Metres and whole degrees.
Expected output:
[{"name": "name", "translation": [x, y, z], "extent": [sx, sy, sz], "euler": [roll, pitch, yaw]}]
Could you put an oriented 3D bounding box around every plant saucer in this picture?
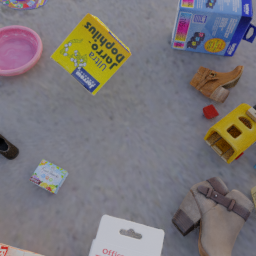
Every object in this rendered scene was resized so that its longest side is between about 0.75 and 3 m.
[{"name": "plant saucer", "translation": [-4.253, -2.777, 10.343], "extent": [2.250, 0.570, 2.250], "euler": [0, 64, 1]}]

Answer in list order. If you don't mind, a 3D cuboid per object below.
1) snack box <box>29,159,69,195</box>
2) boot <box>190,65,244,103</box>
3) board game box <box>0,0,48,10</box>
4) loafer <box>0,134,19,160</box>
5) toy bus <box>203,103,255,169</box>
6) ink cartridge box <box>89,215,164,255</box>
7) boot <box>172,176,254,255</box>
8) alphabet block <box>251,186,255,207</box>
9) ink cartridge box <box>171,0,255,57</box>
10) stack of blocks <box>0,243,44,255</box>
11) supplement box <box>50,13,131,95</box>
[{"name": "snack box", "translation": [-2.351, 1.452, 8.366], "extent": [0.877, 0.297, 0.739], "euler": [25, 67, 11]}, {"name": "boot", "translation": [3.137, -1.804, 9.872], "extent": [1.376, 0.680, 1.772], "euler": [34, 77, 18]}, {"name": "board game box", "translation": [-4.356, -6.258, 12.119], "extent": [2.112, 0.521, 2.673], "euler": [11, 64, 6]}, {"name": "loafer", "translation": [-4.130, 0.384, 8.746], "extent": [1.616, 0.576, 0.590], "euler": [25, 66, 12]}, {"name": "toy bus", "translation": [3.599, -0.091, 8.592], "extent": [2.343, 1.283, 2.483], "euler": [5, 64, 3]}, {"name": "ink cartridge box", "translation": [-0.236, 3.839, 6.764], "extent": [1.751, 1.007, 2.990], "euler": [14, 64, 7]}, {"name": "boot", "translation": [2.563, 2.630, 7.393], "extent": [1.970, 0.946, 2.694], "euler": [-35, 66, -14]}, {"name": "alphabet block", "translation": [4.160, 1.991, 7.686], "extent": [1.009, 1.033, 1.015], "euler": [-3, 64, -2]}, {"name": "ink cartridge box", "translation": [3.111, -3.674, 10.011], "extent": [2.855, 1.948, 1.090], "euler": [7, 64, 4]}, {"name": "stack of blocks", "translation": [-3.068, 3.252, 6.698], "extent": [2.887, 1.662, 0.846], "euler": [13, 64, 6]}, {"name": "supplement box", "translation": [-0.977, -2.280, 8.412], "extent": [1.519, 2.791, 1.528], "euler": [41, 104, -14]}]
